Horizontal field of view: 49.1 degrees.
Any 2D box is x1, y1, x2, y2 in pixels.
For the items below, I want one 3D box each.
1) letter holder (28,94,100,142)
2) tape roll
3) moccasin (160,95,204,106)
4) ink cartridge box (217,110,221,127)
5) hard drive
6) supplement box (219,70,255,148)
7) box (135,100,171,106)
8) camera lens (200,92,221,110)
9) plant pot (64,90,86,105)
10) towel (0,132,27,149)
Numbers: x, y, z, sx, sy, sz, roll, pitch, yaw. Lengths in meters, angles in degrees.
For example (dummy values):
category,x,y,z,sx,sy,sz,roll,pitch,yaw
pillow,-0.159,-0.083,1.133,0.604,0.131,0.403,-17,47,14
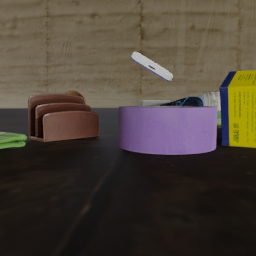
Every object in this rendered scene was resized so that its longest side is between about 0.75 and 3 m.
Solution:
category,x,y,z,sx,sy,sz,roll,pitch,yaw
letter holder,-1.848,-0.353,8.243,1.863,1.324,0.937,-5,7,-43
tape roll,0.936,-0.042,6.788,2.329,0.990,2.329,1,5,0
moccasin,2.247,-0.780,12.845,0.869,1.026,2.550,-18,1,-43
ink cartridge box,3.319,-0.359,10.645,2.153,0.710,2.959,-2,-1,-26
hard drive,0.904,-2.446,10.950,1.628,0.313,2.468,30,14,-5
supplement box,3.685,-0.474,6.473,2.780,1.513,1.522,4,26,28
box,1.301,-0.935,15.164,1.487,1.165,2.391,-1,6,-7
camera lens,5.304,-1.272,16.242,2.039,1.631,1.631,1,5,5
plant pot,-1.963,-0.927,10.332,0.931,0.931,0.430,1,4,6
towel,-4.062,0.356,6.320,2.796,0.429,2.086,5,9,22
